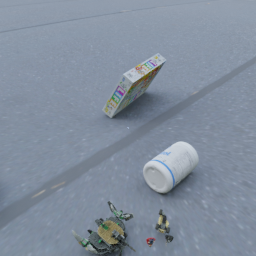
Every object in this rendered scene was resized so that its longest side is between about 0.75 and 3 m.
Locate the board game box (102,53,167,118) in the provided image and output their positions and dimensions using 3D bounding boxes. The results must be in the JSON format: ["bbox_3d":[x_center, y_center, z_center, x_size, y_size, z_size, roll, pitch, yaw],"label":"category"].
[{"bbox_3d":[0.251,-1.439,9.216,0.404,1.588,2.362,41,42,6],"label":"board game box"}]

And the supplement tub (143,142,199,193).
[{"bbox_3d":[0.970,0.866,6.291,0.763,0.763,1.156,26,39,35],"label":"supplement tub"}]

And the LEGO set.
[{"bbox_3d":[-0.090,1.906,4.966,1.724,0.489,1.119,10,36,2],"label":"LEGO set"}]
